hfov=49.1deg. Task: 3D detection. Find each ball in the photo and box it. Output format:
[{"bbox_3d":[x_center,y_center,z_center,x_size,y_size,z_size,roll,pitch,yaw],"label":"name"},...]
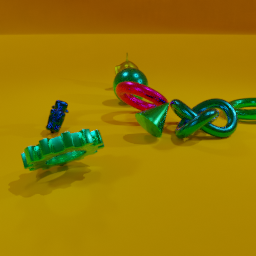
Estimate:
[{"bbox_3d":[0.094,-1.489,9.892,1.266,1.266,1.266,0,20,0],"label":"ball"}]

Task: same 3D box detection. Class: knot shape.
[{"bbox_3d":[1.781,-0.305,7.290,1.791,0.828,1.676,-12,24,-30],"label":"knot shape"}]

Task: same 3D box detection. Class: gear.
[{"bbox_3d":[-1.135,0.407,4.998,1.415,0.262,1.415,-18,-13,-4],"label":"gear"}]

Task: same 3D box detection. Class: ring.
[{"bbox_3d":[0.426,-0.862,8.286,1.695,0.339,1.695,22,-11,4],"label":"ring"},{"bbox_3d":[3.727,-0.607,8.563,1.590,0.318,1.590,-8,19,3],"label":"ring"}]

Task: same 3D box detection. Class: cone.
[{"bbox_3d":[0.762,-0.348,6.917,0.846,0.843,0.843,-47,39,-15],"label":"cone"}]

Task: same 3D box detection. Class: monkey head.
[{"bbox_3d":[-0.002,-2.327,12.157,1.018,1.690,1.216,-24,6,2],"label":"monkey head"}]

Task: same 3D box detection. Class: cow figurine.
[{"bbox_3d":[-1.867,-0.297,7.392,0.492,0.897,0.883,18,-2,-12],"label":"cow figurine"}]
